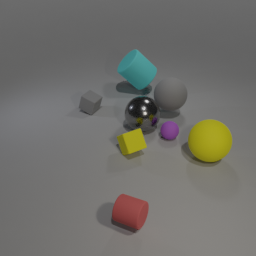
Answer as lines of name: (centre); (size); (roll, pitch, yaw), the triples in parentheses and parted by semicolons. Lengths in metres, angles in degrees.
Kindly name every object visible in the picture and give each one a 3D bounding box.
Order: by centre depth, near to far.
cylinder: (0.068, 2.084, 7.013); (0.700, 0.700, 0.700); (12, 34, 25)
ball: (2.696, 0.417, 9.242); (1.400, 1.400, 1.400); (0, 32, 0)
cube: (0.123, 0.482, 9.685); (0.700, 0.700, 0.700); (-18, -2, -21)
ball: (1.577, 0.088, 10.577); (0.700, 0.700, 0.700); (0, 32, 0)
ball: (0.564, -0.550, 10.932); (1.400, 1.400, 1.400); (0, 32, 0)
ball: (1.773, -1.406, 11.712); (1.400, 1.400, 1.400); (0, 32, 0)
cube: (-1.648, -1.125, 12.347); (0.700, 0.700, 0.700); (29, 39, 10)
cylinder: (0.439, -2.823, 13.603); (1.400, 1.400, 1.400); (37, 20, -27)
